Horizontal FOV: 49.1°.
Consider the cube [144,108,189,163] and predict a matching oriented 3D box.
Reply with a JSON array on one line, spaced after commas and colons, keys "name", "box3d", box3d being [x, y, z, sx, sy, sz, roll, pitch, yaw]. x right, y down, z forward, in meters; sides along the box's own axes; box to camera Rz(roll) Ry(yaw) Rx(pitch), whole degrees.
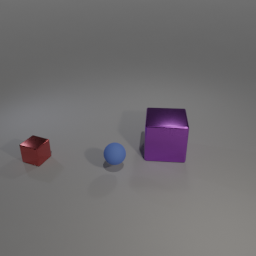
[{"name": "cube", "box3d": [1.309, 0.217, 9.779, 1.400, 1.400, 1.400, 2, 30, 5]}]

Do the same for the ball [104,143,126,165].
[{"name": "ball", "box3d": [-0.415, 0.805, 8.768, 0.700, 0.700, 0.700, 0, 29, 0]}]

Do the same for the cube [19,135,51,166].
[{"name": "cube", "box3d": [-3.131, 0.765, 9.517, 0.700, 0.700, 0.700, 12, 31, 18]}]
